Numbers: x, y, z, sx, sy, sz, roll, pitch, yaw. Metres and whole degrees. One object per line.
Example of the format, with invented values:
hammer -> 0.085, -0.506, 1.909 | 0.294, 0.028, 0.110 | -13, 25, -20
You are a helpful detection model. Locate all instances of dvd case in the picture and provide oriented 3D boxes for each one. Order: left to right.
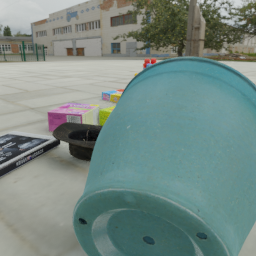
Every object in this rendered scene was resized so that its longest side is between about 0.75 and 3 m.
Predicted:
dvd case -> -3.594, 0.689, 8.226 | 1.993, 0.328, 2.652 | 7, 18, 22

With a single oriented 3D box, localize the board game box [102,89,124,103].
board game box -> -0.237, -1.794, 15.958 | 1.621, 0.427, 2.119 | -15, 23, -40

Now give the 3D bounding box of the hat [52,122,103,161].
hat -> -1.189, 0.474, 8.176 | 1.999, 0.806, 1.999 | 7, 21, -3

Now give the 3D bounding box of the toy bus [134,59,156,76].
toy bus -> 1.519, -2.271, 14.219 | 2.524, 2.423, 1.713 | -3, 16, -15

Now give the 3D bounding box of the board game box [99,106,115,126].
board game box -> 0.353, -0.328, 10.886 | 2.756, 0.656, 1.400 | 13, 22, 36

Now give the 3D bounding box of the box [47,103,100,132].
box -> -2.053, -0.403, 10.916 | 1.434, 0.788, 1.630 | 5, 18, 17

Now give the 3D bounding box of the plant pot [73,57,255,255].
plant pot -> 0.685, 0.775, 4.272 | 2.928, 2.928, 2.751 | 7, 34, 20
